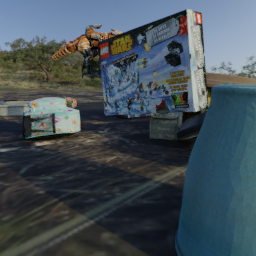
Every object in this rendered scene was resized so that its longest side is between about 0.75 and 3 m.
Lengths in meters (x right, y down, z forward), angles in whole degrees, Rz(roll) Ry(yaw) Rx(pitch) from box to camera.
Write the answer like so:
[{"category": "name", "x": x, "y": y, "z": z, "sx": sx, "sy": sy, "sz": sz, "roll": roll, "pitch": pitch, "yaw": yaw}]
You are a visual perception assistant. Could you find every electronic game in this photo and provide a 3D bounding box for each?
[{"category": "electronic game", "x": 2.439, "y": -0.219, "z": 6.149, "sx": 2.799, "sy": 0.582, "sz": 2.799, "roll": -16, "pitch": -8, "yaw": -2}]

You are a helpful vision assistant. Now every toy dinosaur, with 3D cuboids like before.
[{"category": "toy dinosaur", "x": -1.064, "y": -2.160, "z": 7.778, "sx": 1.949, "sy": 1.323, "sz": 0.995, "roll": 1, "pitch": 37, "yaw": 19}]

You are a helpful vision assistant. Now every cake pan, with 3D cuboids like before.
[{"category": "cake pan", "x": -5.116, "y": -0.921, "z": 12.857, "sx": 2.570, "sy": 0.471, "sz": 2.570, "roll": 0, "pitch": 10, "yaw": 0}]

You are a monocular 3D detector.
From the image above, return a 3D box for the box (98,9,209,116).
[{"category": "box", "x": 0.424, "y": -1.280, "z": 6.353, "sx": 0.556, "sy": 1.909, "sz": 2.789, "roll": -11, "pitch": 9, "yaw": -41}]

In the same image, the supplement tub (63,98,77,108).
[{"category": "supplement tub", "x": -3.231, "y": -1.277, "z": 14.653, "sx": 0.982, "sy": 0.602, "sz": 0.602, "roll": -5, "pitch": 10, "yaw": -33}]

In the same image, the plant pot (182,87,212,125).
[{"category": "plant pot", "x": 1.924, "y": -0.654, "z": 8.233, "sx": 1.289, "sy": 1.298, "sz": 1.328, "roll": 11, "pitch": 20, "yaw": 41}]

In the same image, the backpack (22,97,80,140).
[{"category": "backpack", "x": -1.905, "y": -0.239, "z": 7.070, "sx": 1.398, "sy": 1.071, "sz": 1.229, "roll": 3, "pitch": 2, "yaw": -21}]

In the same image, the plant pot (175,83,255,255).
[{"category": "plant pot", "x": 1.157, "y": 0.354, "z": 2.252, "sx": 1.512, "sy": 1.421, "sz": 1.512, "roll": 0, "pitch": 9, "yaw": 0}]

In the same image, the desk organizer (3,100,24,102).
[{"category": "desk organizer", "x": -6.356, "y": -1.342, "z": 15.601, "sx": 1.071, "sy": 0.412, "sz": 0.384, "roll": -5, "pitch": 10, "yaw": -26}]

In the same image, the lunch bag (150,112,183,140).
[{"category": "lunch bag", "x": 0.967, "y": -0.196, "z": 7.053, "sx": 0.765, "sy": 0.933, "sz": 0.548, "roll": 4, "pitch": 9, "yaw": 21}]

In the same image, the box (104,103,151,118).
[{"category": "box", "x": 0.300, "y": -0.842, "z": 12.143, "sx": 2.152, "sy": 0.535, "sz": 1.697, "roll": -7, "pitch": 12, "yaw": -37}]

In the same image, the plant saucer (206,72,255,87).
[{"category": "plant saucer", "x": 2.731, "y": -1.286, "z": 8.288, "sx": 2.814, "sy": 0.415, "sz": 2.814, "roll": 8, "pitch": 6, "yaw": -1}]
